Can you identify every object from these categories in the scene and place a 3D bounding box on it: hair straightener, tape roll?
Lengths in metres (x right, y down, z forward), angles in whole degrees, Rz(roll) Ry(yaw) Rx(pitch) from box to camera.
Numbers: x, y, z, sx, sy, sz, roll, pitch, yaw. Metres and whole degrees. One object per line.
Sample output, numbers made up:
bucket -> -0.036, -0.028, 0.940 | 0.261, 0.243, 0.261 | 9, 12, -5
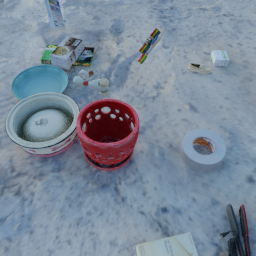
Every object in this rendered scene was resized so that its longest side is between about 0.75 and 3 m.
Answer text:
hair straightener -> 3.322, 3.579, 8.796 | 0.955, 0.508, 2.482 | 4, 56, 4
tape roll -> 2.895, 0.840, 10.864 | 1.666, 0.550, 1.666 | 0, 51, -1

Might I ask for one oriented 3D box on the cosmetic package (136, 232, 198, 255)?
cosmetic package -> 1.169, 3.827, 8.423 | 1.709, 0.625, 0.885 | -11, 52, -8

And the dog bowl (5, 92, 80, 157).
dog bowl -> -3.296, -0.093, 11.293 | 2.883, 1.063, 2.883 | 0, 52, 0

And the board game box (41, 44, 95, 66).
board game box -> -3.151, -3.858, 14.818 | 2.604, 0.305, 1.364 | 5, 54, 4

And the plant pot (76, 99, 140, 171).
plant pot -> -0.685, 0.341, 10.329 | 2.198, 2.002, 2.198 | -1, 51, 1

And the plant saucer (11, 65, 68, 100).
plant saucer -> -4.099, -1.981, 13.186 | 2.612, 0.470, 2.612 | 0, 51, 0

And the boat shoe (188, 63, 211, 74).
boat shoe -> 3.625, -3.027, 14.067 | 1.154, 0.399, 0.425 | 8, 52, 7

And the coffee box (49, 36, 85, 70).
coffee box -> -3.038, -3.803, 14.151 | 0.979, 0.691, 1.732 | 17, 54, 14

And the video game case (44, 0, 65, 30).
video game case -> -3.162, -5.051, 11.938 | 0.197, 1.623, 1.783 | -10, 17, 5

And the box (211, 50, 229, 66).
box -> 4.777, -3.643, 14.560 | 0.732, 0.401, 0.829 | -1, 51, -1

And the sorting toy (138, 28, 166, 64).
sorting toy -> 1.020, -3.767, 12.108 | 0.421, 1.199, 2.487 | 36, 40, -10

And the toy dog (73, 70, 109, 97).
toy dog -> -1.128, -1.585, 9.413 | 1.248, 0.823, 0.601 | 29, 50, -14
